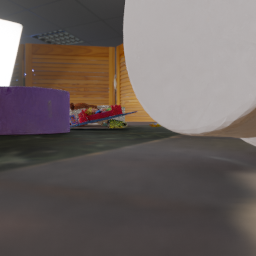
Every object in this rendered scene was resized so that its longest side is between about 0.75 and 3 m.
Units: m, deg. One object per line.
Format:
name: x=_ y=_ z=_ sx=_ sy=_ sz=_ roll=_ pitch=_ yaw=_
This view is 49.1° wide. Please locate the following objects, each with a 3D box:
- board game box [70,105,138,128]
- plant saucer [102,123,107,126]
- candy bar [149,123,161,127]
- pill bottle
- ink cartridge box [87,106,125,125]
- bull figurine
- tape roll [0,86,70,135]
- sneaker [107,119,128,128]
board game box: x=-0.785 y=-0.400 z=7.545 sx=2.086 sy=0.406 sz=1.648 roll=-14 pitch=1 yaw=-23
plant saucer: x=-0.538 y=-0.177 z=11.552 sx=1.064 sy=0.191 sz=1.064 roll=0 pitch=2 yaw=0
candy bar: x=1.045 y=-0.110 z=10.281 sx=0.300 sy=0.133 sz=1.205 roll=1 pitch=2 yaw=18
pill bottle: x=1.597 y=-0.671 z=2.053 sx=2.977 sy=1.702 sz=1.702 roll=0 pitch=1 yaw=-29
ink cartridge box: x=-1.493 y=-0.635 z=14.218 sx=2.220 sy=0.933 sz=1.615 roll=1 pitch=2 yaw=34
bull figurine: x=-1.678 y=-0.516 z=11.072 sx=1.727 sy=0.926 sz=2.845 roll=2 pitch=3 yaw=-17
tape roll: x=-2.092 y=-0.309 z=5.408 sx=1.911 sy=0.812 sz=1.911 roll=-1 pitch=1 yaw=0
sneaker: x=-0.308 y=-0.131 z=8.281 sx=0.295 sy=0.291 sz=0.772 roll=1 pitch=4 yaw=38
